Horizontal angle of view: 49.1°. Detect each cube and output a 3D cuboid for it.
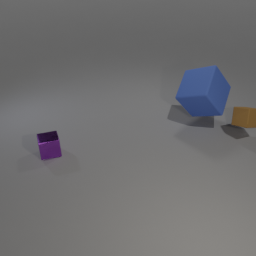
[{"bbox_3d":[-2.754,0.603,9.788,0.700,0.700,0.700,-11,32,-17],"label":"cube"},{"bbox_3d":[2.976,-1.407,11.056,1.400,1.400,1.400,0,60,47],"label":"cube"},{"bbox_3d":[4.407,-0.408,10.456,0.700,0.700,0.700,-2,11,-31],"label":"cube"}]
